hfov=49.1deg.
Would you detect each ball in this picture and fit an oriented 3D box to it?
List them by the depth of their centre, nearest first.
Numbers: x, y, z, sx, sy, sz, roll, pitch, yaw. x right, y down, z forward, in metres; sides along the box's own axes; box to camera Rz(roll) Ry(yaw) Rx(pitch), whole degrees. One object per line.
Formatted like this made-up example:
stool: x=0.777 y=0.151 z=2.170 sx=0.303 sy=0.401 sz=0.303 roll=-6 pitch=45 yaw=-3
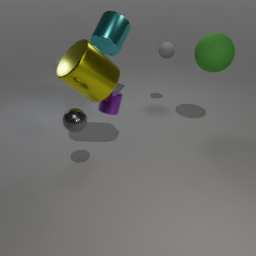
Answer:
ball: x=-1.520 y=-0.220 z=8.029 sx=0.700 sy=0.700 sz=0.700 roll=0 pitch=29 yaw=0
ball: x=3.130 y=-2.726 z=10.153 sx=1.400 sy=1.400 sz=1.400 roll=0 pitch=29 yaw=0
ball: x=1.677 y=-3.350 z=12.087 sx=0.700 sy=0.700 sz=0.700 roll=0 pitch=29 yaw=0

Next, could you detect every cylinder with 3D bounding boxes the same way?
cylinder: x=-1.198 y=-1.717 z=8.559 sx=1.400 sy=1.400 sz=1.400 roll=35 pitch=7 yaw=-37
cylinder: x=-0.596 y=-0.871 z=9.419 sx=0.700 sy=0.700 sz=0.700 roll=13 pitch=16 yaw=-4
cylinder: x=-0.775 y=-4.203 z=12.524 sx=1.400 sy=1.400 sz=1.400 roll=16 pitch=74 yaw=26
